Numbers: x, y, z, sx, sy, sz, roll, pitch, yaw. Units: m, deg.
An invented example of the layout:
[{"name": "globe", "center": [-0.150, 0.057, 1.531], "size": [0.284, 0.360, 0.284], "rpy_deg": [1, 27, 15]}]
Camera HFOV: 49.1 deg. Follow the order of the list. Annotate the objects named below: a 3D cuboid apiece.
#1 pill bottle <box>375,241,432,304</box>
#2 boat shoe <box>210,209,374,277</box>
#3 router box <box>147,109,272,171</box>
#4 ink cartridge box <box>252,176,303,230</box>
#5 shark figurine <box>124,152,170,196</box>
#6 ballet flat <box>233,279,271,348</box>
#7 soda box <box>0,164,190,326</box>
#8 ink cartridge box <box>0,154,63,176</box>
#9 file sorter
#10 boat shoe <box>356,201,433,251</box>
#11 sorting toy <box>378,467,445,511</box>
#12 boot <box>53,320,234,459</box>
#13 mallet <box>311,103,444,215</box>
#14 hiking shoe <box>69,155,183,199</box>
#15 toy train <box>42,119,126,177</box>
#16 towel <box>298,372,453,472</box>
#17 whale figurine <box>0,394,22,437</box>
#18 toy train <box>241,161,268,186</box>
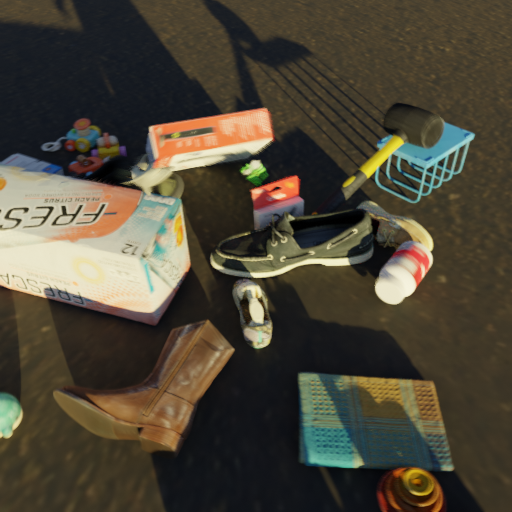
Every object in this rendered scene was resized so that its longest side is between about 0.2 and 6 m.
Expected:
[{"name": "pill bottle", "center": [2.464, 0.289, 9.415], "size": [0.620, 0.620, 1.104], "rpy_deg": [25, 49, 26]}, {"name": "boat shoe", "center": [0.661, -0.342, 9.926], "size": [2.982, 0.989, 1.114], "rpy_deg": [-2, 41, -3]}, {"name": "router box", "center": [-1.054, -2.278, 11.388], "size": [2.207, 0.601, 2.460], "rpy_deg": [-12, 4, -11]}, {"name": "ink cartridge box", "center": [0.430, -0.958, 10.717], "size": [1.011, 0.891, 0.226], "rpy_deg": [-21, 38, -22]}, {"name": "shark figurine", "center": [-1.744, -1.190, 8.753], "size": [0.673, 0.470, 1.127], "rpy_deg": [-30, 31, -12]}, {"name": "ballet flat", "center": [-0.052, 0.768, 9.012], "size": [0.548, 0.548, 1.525], "rpy_deg": [-7, 41, -8]}, {"name": "soda box", "center": [-3.569, -0.354, 9.413], "size": [4.729, 1.617, 1.503], "rpy_deg": [11, 46, 14]}, {"name": "ink cartridge box", "center": [-4.807, -1.583, 11.721], "size": [1.261, 0.532, 0.921], "rpy_deg": [18, 44, 20]}, {"name": "file sorter", "center": [3.503, -2.036, 11.845], "size": [1.733, 1.063, 1.202], "rpy_deg": [-31, 49, -32]}, {"name": "boat shoe", "center": [2.442, -0.440, 10.392], "size": [0.574, 0.639, 1.728], "rpy_deg": [-33, 42, -25]}, {"name": "sorting toy", "center": [2.116, 2.995, 6.304], "size": [1.624, 0.666, 0.976], "rpy_deg": [28, 48, 28]}, {"name": "boot", "center": [-1.497, 1.603, 7.917], "size": [1.917, 0.661, 2.057], "rpy_deg": [22, 47, 5]}, {"name": "mallet", "center": [2.073, -1.765, 11.047], "size": [3.435, 0.707, 1.131], "rpy_deg": [-39, 46, -3]}, {"name": "hiking shoe", "center": [-2.355, -1.313, 10.610], "size": [2.466, 1.241, 0.934], "rpy_deg": [-21, 62, -37]}, {"name": "toy train", "center": [-3.935, -2.468, 12.700], "size": [1.633, 0.605, 2.174], "rpy_deg": [-29, 49, -30]}, {"name": "towel", "center": [1.532, 2.228, 7.574], "size": [1.932, 0.210, 1.417], "rpy_deg": [3, 41, 2]}, {"name": "whale figurine", "center": [-3.526, 2.194, 7.409], "size": [0.676, 0.441, 0.850], "rpy_deg": [19, 45, 21]}, {"name": "toy train", "center": [0.002, -1.691, 11.395], "size": [0.403, 1.429, 0.298], "rpy_deg": [-43, 85, 7]}]
